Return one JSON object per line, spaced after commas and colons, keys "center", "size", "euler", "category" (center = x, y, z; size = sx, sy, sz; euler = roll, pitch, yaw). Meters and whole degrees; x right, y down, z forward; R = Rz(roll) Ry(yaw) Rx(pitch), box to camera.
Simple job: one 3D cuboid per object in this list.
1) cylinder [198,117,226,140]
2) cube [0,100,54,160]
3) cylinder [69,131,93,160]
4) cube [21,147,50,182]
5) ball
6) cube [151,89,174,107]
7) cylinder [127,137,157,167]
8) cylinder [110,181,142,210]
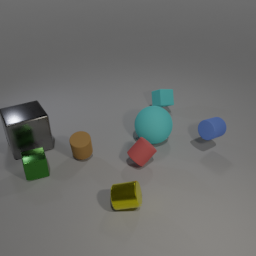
{"center": [2.895, 0.014, 9.645], "size": [0.700, 0.700, 0.700], "euler": [-13, 32, -38], "category": "cylinder"}
{"center": [-3.625, 0.033, 10.024], "size": [1.400, 1.400, 1.400], "euler": [-18, 35, -25], "category": "cube"}
{"center": [-1.564, 0.584, 9.397], "size": [0.700, 0.700, 0.700], "euler": [0, 49, 0], "category": "cylinder"}
{"center": [-2.941, 1.145, 8.875], "size": [0.700, 0.700, 0.700], "euler": [-12, 33, -20], "category": "cube"}
{"center": [0.938, -0.117, 10.327], "size": [1.400, 1.400, 1.400], "euler": [0, 31, 0], "category": "ball"}
{"center": [1.527, -1.314, 12.349], "size": [0.700, 0.700, 0.700], "euler": [-3, -1, -28], "category": "cube"}
{"center": [0.452, 0.770, 9.122], "size": [0.700, 0.700, 0.700], "euler": [41, 7, -6], "category": "cylinder"}
{"center": [-0.036, 1.823, 7.585], "size": [0.700, 0.700, 0.700], "euler": [-11, 29, 13], "category": "cylinder"}
